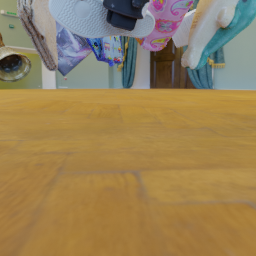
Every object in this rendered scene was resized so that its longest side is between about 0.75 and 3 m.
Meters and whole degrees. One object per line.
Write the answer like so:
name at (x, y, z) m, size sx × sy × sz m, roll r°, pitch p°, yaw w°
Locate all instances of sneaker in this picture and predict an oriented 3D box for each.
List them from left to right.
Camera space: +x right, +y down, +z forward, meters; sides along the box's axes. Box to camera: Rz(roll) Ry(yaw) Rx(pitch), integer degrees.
sneaker at (-0.691, -2.599, 6.215) m, size 2.319 × 0.853 × 1.368 m, roll 0°, pitch 37°, yaw -30°

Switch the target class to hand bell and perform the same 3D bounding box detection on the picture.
hand bell at (-3.415, -2.196, 7.569) m, size 0.946 × 0.946 × 1.816 m, roll -10°, pitch 56°, yaw -44°

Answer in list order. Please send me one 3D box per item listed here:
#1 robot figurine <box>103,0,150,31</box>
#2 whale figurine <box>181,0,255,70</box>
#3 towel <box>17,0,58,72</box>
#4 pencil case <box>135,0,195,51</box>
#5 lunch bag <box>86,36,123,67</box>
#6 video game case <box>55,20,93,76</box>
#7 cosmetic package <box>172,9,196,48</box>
robot figurine at (0.014, -2.574, 5.186) m, size 1.048 × 1.395 × 0.871 m, roll 29°, pitch 28°, yaw 20°
whale figurine at (2.587, -2.848, 7.922) m, size 1.450 × 2.794 × 2.223 m, roll 23°, pitch 11°, yaw -14°
towel at (-2.409, -3.033, 7.794) m, size 0.482 × 1.855 × 2.799 m, roll -5°, pitch -16°, yaw -2°
pencil case at (1.065, -3.287, 7.374) m, size 1.216 × 1.216 × 2.781 m, roll -4°, pitch -23°, yaw -21°
lunch bag at (-0.837, -3.317, 10.397) m, size 0.997 × 2.120 × 1.596 m, roll -18°, pitch -1°, yaw 25°
video game case at (-2.516, -3.488, 11.525) m, size 2.579 × 1.842 × 0.245 m, roll -29°, pitch 19°, yaw 37°
cosmetic package at (3.083, -4.047, 10.349) m, size 1.519 × 1.106 × 2.989 m, roll -40°, pitch 20°, yaw -32°
